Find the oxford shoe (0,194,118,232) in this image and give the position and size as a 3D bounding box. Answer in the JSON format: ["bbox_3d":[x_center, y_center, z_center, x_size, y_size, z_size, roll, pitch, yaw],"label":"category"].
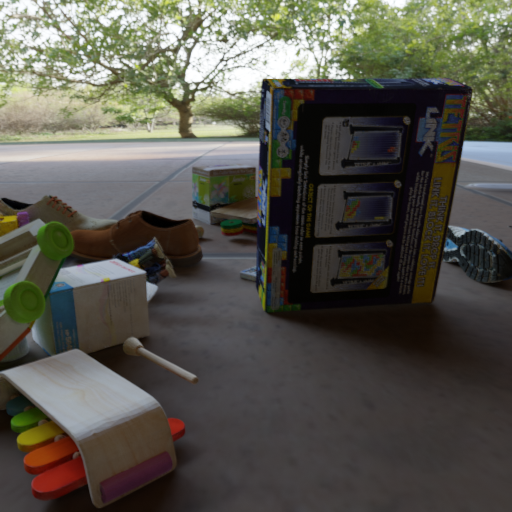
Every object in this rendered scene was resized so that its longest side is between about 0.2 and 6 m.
[{"bbox_3d":[-4.278,-0.749,12.105,2.966,1.095,1.050,1,15,5],"label":"oxford shoe"}]

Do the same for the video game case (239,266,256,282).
[{"bbox_3d":[0.483,0.328,10.023,1.172,0.129,1.068,13,20,36],"label":"video game case"}]

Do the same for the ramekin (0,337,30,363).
[{"bbox_3d":[-3.140,1.084,6.960,0.581,0.283,0.581,0,16,0],"label":"ramekin"}]

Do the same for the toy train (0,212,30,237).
[{"bbox_3d":[-5.906,-0.291,11.103,2.363,0.875,3.146,-2,13,8],"label":"toy train"}]

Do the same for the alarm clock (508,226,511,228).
[{"bbox_3d":[6.437,-0.621,13.079,1.043,0.347,0.703,8,18,21],"label":"alarm clock"}]

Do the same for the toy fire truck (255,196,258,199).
[{"bbox_3d":[0.269,-1.599,16.746,0.860,0.297,1.220,11,18,33],"label":"toy fire truck"}]

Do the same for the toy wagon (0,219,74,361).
[{"bbox_3d":[-3.193,0.701,6.394,2.102,0.536,2.709,-20,40,26],"label":"toy wagon"}]

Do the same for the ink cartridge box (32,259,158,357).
[{"bbox_3d":[-2.100,0.645,7.349,1.458,0.913,0.937,-12,19,-36],"label":"ink cartridge box"}]

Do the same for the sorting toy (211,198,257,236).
[{"bbox_3d":[-0.031,-1.002,13.930,1.437,0.504,2.980,14,28,42],"label":"sorting toy"}]

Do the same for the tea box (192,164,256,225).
[{"bbox_3d":[-0.853,-1.676,14.878,1.449,1.425,0.968,-11,19,-34],"label":"tea box"}]

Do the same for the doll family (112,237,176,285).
[{"bbox_3d":[-1.979,0.251,8.972,1.143,0.776,1.978,-32,8,-5],"label":"doll family"}]

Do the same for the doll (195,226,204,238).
[{"bbox_3d":[-1.925,-0.540,12.753,1.492,0.362,1.018,-5,17,-15],"label":"doll"}]

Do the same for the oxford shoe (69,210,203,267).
[{"bbox_3d":[-2.470,-0.429,10.992,2.845,1.014,1.015,0,27,9],"label":"oxford shoe"}]

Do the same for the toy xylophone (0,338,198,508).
[{"bbox_3d":[-1.489,1.400,5.283,1.604,0.550,2.191,-11,19,-34],"label":"toy xylophone"}]

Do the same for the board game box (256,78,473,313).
[{"bbox_3d":[1.415,-0.861,8.165,2.726,3.298,0.935,-2,26,-10],"label":"board game box"}]

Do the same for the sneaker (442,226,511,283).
[{"bbox_3d":[4.243,-0.116,10.298,1.010,0.880,2.245,2,15,-6],"label":"sneaker"}]
